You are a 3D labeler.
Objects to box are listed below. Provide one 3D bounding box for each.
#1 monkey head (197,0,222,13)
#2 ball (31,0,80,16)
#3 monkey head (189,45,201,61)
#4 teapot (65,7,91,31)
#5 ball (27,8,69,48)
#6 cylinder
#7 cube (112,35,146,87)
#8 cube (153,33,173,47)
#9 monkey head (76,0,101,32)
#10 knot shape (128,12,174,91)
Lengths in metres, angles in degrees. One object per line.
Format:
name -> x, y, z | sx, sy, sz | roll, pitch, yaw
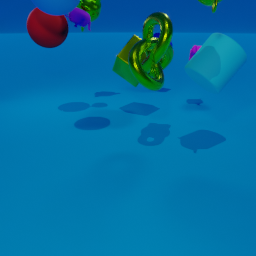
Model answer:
monkey head -> 1.383, -2.423, 4.506 | 0.671, 1.114, 0.801 | -17, -20, -11
ball -> -1.586, -3.078, 6.063 | 1.195, 1.195, 1.195 | 0, 21, 0
monkey head -> 2.578, -2.625, 9.994 | 0.725, 1.203, 0.866 | 9, -7, 9
teapot -> -1.486, -3.331, 8.583 | 1.084, 0.531, 0.674 | 13, 15, -47
ball -> -2.450, -3.086, 8.578 | 1.233, 1.233, 1.233 | 0, 21, 0
cylinder -> 1.910, -1.401, 6.157 | 0.958, 0.958, 0.958 | 40, 3, -3
cube -> 0.234, -2.186, 9.251 | 1.036, 1.036, 1.036 | 36, -18, -1
cube -> 1.373, -3.567, 11.949 | 0.704, 0.704, 0.704 | 13, 59, 38
monkey head -> -1.472, -4.228, 9.869 | 0.946, 1.570, 1.130 | 39, 22, -5
knot shape -> 0.540, -1.591, 6.460 | 0.817, 1.769, 1.655 | 13, 52, 12
